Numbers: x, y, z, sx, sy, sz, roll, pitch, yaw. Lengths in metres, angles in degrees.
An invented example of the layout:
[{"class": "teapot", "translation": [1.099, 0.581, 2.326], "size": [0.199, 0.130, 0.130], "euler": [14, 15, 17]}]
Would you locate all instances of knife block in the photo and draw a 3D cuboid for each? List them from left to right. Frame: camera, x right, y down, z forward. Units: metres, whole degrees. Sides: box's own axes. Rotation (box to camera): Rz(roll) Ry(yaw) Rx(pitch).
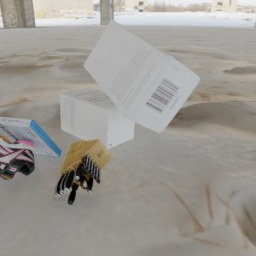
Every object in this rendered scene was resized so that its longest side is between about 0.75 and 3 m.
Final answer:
[{"class": "knife block", "translation": [-1.049, 0.861, 5.579], "size": [1.396, 0.509, 1.590], "euler": [-46, 22, -30]}]

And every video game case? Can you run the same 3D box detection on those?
[{"class": "video game case", "translation": [-2.659, 0.170, 6.174], "size": [2.036, 1.457, 0.181], "euler": [5, 62, 15]}]

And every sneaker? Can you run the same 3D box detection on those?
[{"class": "sneaker", "translation": [-2.387, 0.620, 5.254], "size": [0.678, 0.729, 1.689], "euler": [-32, -19, 30]}]

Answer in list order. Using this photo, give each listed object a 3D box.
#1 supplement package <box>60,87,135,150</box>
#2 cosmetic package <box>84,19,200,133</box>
[{"class": "supplement package", "translation": [-0.832, -0.325, 7.585], "size": [1.837, 1.114, 1.100], "euler": [21, 27, 36]}, {"class": "cosmetic package", "translation": [0.128, -1.317, 6.490], "size": [1.080, 1.482, 2.916], "euler": [24, 19, -37]}]
